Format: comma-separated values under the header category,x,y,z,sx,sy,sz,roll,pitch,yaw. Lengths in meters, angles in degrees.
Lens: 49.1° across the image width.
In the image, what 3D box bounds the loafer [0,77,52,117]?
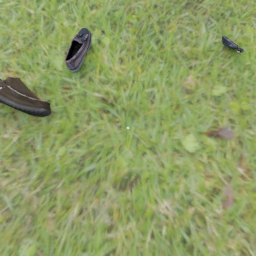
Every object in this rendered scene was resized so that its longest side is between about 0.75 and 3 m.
category,x,y,z,sx,sy,sz,roll,pitch,yaw
loafer,-3.213,-1.028,7.883,2.440,0.891,0.870,21,82,8

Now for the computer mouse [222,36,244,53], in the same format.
category,x,y,z,sx,sy,sz,roll,pitch,yaw
computer mouse,3.323,-2.649,9.015,0.836,0.220,0.579,42,33,10

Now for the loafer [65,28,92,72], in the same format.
category,x,y,z,sx,sy,sz,roll,pitch,yaw
loafer,-1.566,-2.548,8.794,0.569,0.499,1.584,6,70,24
